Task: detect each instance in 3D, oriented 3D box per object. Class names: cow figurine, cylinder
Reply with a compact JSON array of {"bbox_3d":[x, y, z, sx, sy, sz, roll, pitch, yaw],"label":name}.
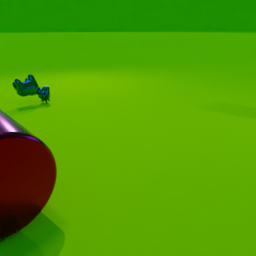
[{"bbox_3d":[-3.018,-1.170,8.906,1.030,1.014,0.565,-32,4,-40],"label":"cow figurine"},{"bbox_3d":[-1.850,0.471,3.533,1.387,1.387,1.387,-19,33,-41],"label":"cylinder"}]
